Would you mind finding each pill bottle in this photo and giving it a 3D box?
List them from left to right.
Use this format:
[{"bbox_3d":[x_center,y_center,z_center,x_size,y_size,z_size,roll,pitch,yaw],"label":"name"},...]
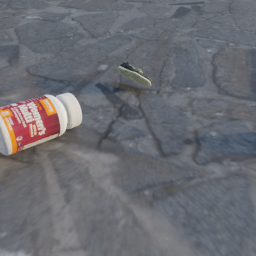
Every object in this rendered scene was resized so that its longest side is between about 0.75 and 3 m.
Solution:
[{"bbox_3d":[-2.617,-0.214,8.092,2.372,1.299,1.299,-23,44,-35],"label":"pill bottle"}]

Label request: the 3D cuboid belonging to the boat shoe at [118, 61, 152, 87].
[{"bbox_3d":[0.336,-2.109,10.806,1.577,0.566,0.533,34,67,25],"label":"boat shoe"}]
